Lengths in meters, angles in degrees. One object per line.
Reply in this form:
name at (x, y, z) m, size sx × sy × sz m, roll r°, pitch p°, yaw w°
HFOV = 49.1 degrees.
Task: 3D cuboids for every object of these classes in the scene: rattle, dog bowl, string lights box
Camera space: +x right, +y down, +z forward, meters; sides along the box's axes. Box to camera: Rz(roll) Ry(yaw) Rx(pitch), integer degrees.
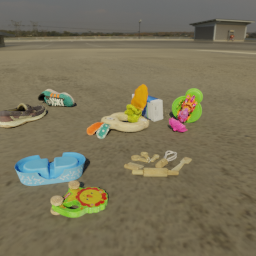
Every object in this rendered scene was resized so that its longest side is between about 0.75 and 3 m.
rattle at (-0.309, -0.604, 10.203) m, size 2.300 × 1.643 × 1.497 m, roll -3°, pitch 40°, yaw -26°
dog bowl at (-1.968, 1.061, 7.232) m, size 1.743 × 0.432 × 0.972 m, roll -6°, pitch 21°, yaw -13°
string lights box at (0.804, -0.928, 11.991) m, size 0.486 × 0.848 × 1.650 m, roll -16°, pitch 26°, yaw -27°

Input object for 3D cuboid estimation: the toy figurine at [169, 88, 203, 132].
toy figurine at (2.101, -0.511, 10.349) m, size 1.187 × 1.581 × 1.455 m, roll 29°, pitch 39°, yaw 6°

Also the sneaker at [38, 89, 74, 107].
sneaker at (-3.488, -1.319, 13.482) m, size 1.981 × 0.707 × 0.791 m, roll 16°, pitch 42°, yaw 30°

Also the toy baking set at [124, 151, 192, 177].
toy baking set at (0.868, 0.947, 7.831) m, size 1.913 × 0.223 × 1.468 m, roll 2°, pitch 20°, yaw 5°

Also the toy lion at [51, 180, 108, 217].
toy lion at (-0.987, 1.579, 6.062) m, size 1.005 × 0.360 × 1.048 m, roll 16°, pitch 24°, yaw 18°

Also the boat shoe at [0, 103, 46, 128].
boat shoe at (-4.222, -0.645, 11.401) m, size 0.820 × 0.739 × 2.279 m, roll 10°, pitch 23°, yaw 26°
